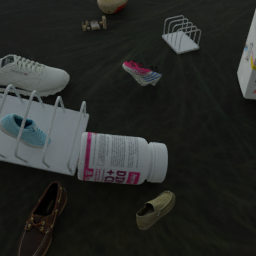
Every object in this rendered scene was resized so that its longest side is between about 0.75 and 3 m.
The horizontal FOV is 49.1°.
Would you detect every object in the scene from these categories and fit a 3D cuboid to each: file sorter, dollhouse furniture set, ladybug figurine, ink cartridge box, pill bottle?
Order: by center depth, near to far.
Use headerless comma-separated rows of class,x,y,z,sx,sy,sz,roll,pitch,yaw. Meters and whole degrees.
file sorter,-2.402,0.001,6.981,2.547,1.586,1.767,13,74,-6
pill bottle,-0.152,0.799,7.134,2.133,1.209,1.209,6,47,-8
ink cartridge box,4.954,-2.448,9.002,2.002,2.719,1.967,8,37,9
file sorter,2.247,-3.972,11.787,1.013,0.909,1.459,-17,49,-15
dollhouse furniture set,-1.576,-4.850,12.872,1.072,0.475,0.556,-10,49,-9
ladybug figurine,-0.712,-6.334,14.041,1.366,0.724,2.012,25,52,21

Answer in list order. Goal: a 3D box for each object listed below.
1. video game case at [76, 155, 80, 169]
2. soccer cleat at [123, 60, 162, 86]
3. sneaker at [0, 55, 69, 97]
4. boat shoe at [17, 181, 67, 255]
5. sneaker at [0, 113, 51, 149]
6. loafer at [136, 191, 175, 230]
video game case,-0.888,0.808,7.958,1.110,0.140,1.220,25,53,22
soccer cleat,0.472,-1.788,9.543,1.765,0.762,0.617,0,35,-43
sneaker,-3.554,-1.884,9.707,2.971,1.196,1.135,1,46,-1
boat shoe,-1.992,2.122,6.419,0.674,0.674,1.916,10,50,7
sneaker,-2.397,0.088,6.887,0.593,1.447,0.535,-24,56,31
loafer,0.497,1.416,4.971,0.894,0.301,0.340,-40,31,-26
